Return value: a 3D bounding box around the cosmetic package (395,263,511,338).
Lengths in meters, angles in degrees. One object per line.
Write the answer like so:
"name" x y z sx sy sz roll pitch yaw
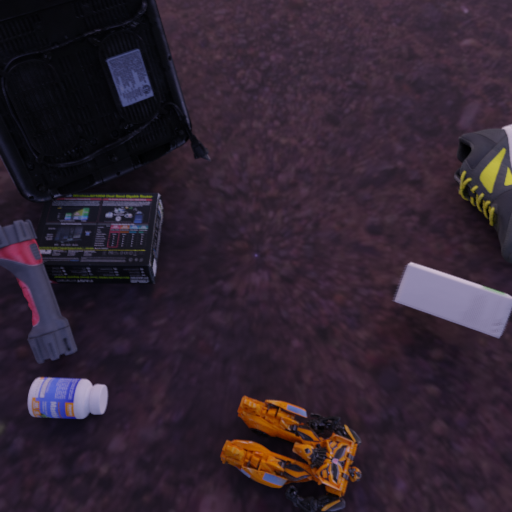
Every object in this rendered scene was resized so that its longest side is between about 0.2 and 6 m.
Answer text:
"cosmetic package" 3.101 0.678 8.882 1.613 0.868 0.684 20 97 15

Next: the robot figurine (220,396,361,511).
"robot figurine" 0.555 2.792 7.984 1.947 0.567 1.412 16 60 10

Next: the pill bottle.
"pill bottle" -2.803 2.140 8.400 1.040 0.583 0.583 2 57 1

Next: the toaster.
"toaster" -3.151 -2.971 9.890 3.382 3.740 2.219 -27 34 -18

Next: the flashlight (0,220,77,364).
"flashlight" -3.553 0.571 8.769 0.750 0.747 2.206 -19 96 -30

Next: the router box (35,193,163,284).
"router box" -2.783 -0.330 9.953 2.116 0.657 1.585 1 57 0

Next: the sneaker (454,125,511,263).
"sneaker" 4.376 -1.136 10.354 1.337 1.177 3.160 0 51 15
